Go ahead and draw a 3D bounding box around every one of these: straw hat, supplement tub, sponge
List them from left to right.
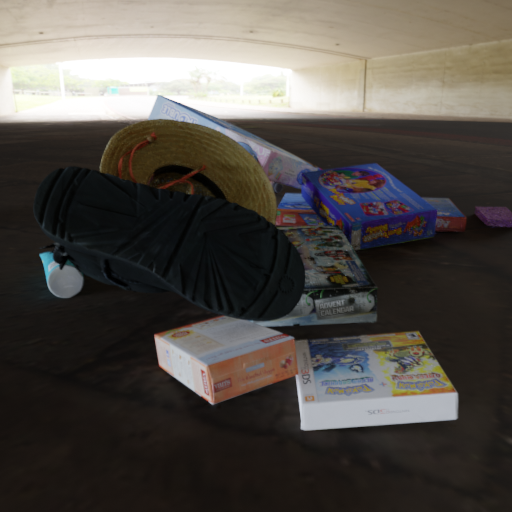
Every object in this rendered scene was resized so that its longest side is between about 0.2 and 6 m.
[{"bbox_3d":[-1.390,-0.935,10.568,3.326,3.326,1.408,-12,-22,-34],"label":"straw hat"},{"bbox_3d":[0.392,-1.991,15.833,0.444,0.444,0.829,-12,21,-34],"label":"supplement tub"},{"bbox_3d":[5.477,-0.899,12.745,0.717,0.192,1.285,3,17,8],"label":"sponge"}]

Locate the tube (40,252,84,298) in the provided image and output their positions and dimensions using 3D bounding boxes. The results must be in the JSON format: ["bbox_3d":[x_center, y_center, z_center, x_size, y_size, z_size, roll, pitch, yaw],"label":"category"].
[{"bbox_3d":[-3.091,0.149,8.999,0.765,0.498,1.975,0,13,-20],"label":"tube"}]

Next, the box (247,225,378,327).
[{"bbox_3d":[0.537,0.197,8.344,1.908,0.556,2.787,-3,19,-2],"label":"box"}]

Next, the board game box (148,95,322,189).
[{"bbox_3d":[-0.339,-2.536,12.995,3.159,0.685,3.143,31,15,24],"label":"board game box"}]

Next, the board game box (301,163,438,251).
[{"bbox_3d":[2.211,-1.095,11.538,1.799,0.599,2.676,-9,30,-12],"label":"board game box"}]

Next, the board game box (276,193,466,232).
[{"bbox_3d":[2.529,-1.018,12.800,3.963,0.385,2.040,3,16,9],"label":"board game box"}]

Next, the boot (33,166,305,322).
[{"bbox_3d":[-1.139,0.044,7.153,3.251,1.203,2.664,19,-14,-3],"label":"boot"}]

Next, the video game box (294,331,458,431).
[{"bbox_3d":[1.104,1.209,5.628,1.426,0.334,1.299,-5,20,1],"label":"video game box"}]

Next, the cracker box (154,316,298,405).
[{"bbox_3d":[-0.353,1.015,5.825,0.962,0.414,1.437,-12,9,-27],"label":"cracker box"}]

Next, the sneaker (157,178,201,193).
[{"bbox_3d":[-2.427,-2.125,15.440,2.272,0.930,0.832,-11,21,-31],"label":"sneaker"}]
